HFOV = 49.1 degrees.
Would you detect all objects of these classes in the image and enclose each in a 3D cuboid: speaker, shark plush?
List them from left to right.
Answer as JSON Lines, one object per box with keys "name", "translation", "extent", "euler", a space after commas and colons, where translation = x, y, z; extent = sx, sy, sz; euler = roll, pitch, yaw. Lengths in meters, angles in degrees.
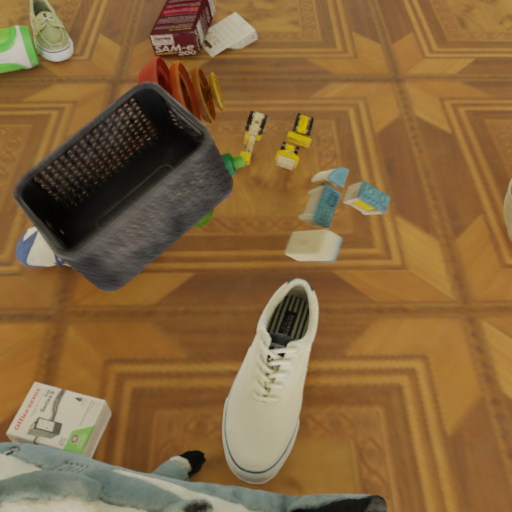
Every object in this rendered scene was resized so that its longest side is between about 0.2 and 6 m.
{"name": "speaker", "translation": [-5.710, -4.187, 11.661], "extent": [2.098, 0.928, 0.928], "euler": [-16, 53, -13]}
{"name": "shark plush", "translation": [-0.874, 2.494, 5.893], "extent": [4.533, 2.059, 1.888], "euler": [-9, 16, -5]}

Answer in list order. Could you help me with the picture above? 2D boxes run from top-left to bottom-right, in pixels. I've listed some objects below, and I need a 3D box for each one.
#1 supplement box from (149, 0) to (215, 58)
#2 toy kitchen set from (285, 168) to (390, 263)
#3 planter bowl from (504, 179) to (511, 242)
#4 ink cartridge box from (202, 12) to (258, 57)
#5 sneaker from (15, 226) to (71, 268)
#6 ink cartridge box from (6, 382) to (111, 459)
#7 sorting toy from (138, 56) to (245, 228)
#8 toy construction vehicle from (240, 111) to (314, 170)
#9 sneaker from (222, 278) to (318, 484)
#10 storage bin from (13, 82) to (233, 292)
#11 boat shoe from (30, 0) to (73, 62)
{"name": "supplement box", "translation": [-1.633, -5.245, 12.631], "extent": [1.036, 0.580, 1.904], "euler": [1, 50, 13]}
{"name": "toy kitchen set", "translation": [1.251, -0.435, 7.678], "extent": [1.103, 0.811, 1.377], "euler": [26, 78, -26]}
{"name": "planter bowl", "translation": [4.491, -0.596, 8.744], "extent": [1.369, 0.922, 1.369], "euler": [0, 51, -1]}
{"name": "ink cartridge box", "translation": [-0.684, -4.954, 12.763], "extent": [1.170, 0.293, 0.949], "euler": [-35, 57, -3]}
{"name": "sneaker", "translation": [-2.526, -0.146, 8.467], "extent": [2.111, 0.795, 0.930], "euler": [-16, 53, -12]}
{"name": "ink cartridge box", "translation": [-2.419, 2.069, 6.918], "extent": [0.991, 0.416, 0.721], "euler": [12, 52, 9]}
{"name": "sorting toy", "translation": [-0.745, -1.561, 8.075], "extent": [1.109, 2.701, 1.623], "euler": [-13, 46, 7]}
{"name": "toy construction vehicle", "translation": [0.366, -2.098, 10.315], "extent": [1.226, 0.496, 1.408], "euler": [15, 55, -2]}
{"name": "sneaker", "translation": [0.179, 1.429, 7.089], "extent": [0.979, 0.949, 2.680], "euler": [9, 52, 7]}
{"name": "storage bin", "translation": [-1.405, -0.753, 6.124], "extent": [1.966, 0.922, 1.329], "euler": [-41, 61, -8]}
{"name": "boat shoe", "translation": [-4.708, -5.108, 12.543], "extent": [0.771, 0.664, 2.142], "euler": [-24, 55, -18]}
